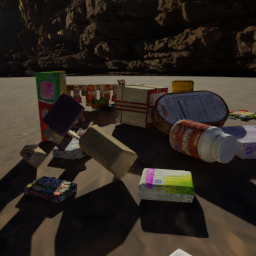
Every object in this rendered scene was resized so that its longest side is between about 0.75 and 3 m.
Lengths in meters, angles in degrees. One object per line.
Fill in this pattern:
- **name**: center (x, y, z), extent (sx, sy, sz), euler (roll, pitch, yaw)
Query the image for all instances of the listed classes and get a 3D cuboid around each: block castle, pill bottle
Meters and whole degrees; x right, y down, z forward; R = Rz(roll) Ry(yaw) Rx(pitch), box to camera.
- **block castle**: center (-1.950, -1.746, 15.423), extent (2.824, 1.325, 1.887), euler (-6, 11, -30)
- **pill bottle**: center (1.932, 0.355, 7.303), extent (0.919, 0.919, 1.639), euler (-8, 15, -32)

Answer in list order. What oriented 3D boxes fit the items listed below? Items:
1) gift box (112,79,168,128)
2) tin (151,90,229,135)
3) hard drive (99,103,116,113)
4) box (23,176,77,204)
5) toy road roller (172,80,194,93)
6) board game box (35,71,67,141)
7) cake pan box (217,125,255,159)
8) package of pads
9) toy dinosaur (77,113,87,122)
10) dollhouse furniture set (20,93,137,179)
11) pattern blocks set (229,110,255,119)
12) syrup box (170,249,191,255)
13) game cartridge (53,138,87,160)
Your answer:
- **gift box**: center (0.391, -1.029, 11.370), extent (1.773, 1.752, 1.898), euler (13, 12, 38)
- **tin**: center (2.239, -0.593, 9.971), extent (2.839, 0.594, 1.589), euler (-7, 55, -14)
- **hard drive**: center (-0.443, -1.093, 14.750), extent (1.225, 0.289, 1.756), euler (12, 18, 41)
- **box**: center (-1.504, 1.183, 5.452), extent (0.851, 0.160, 0.581), euler (6, 15, 25)
- **toy road roller**: center (2.562, -1.411, 13.050), extent (1.420, 1.687, 2.310), euler (3, 14, 11)
- **board game box**: center (-2.525, -0.822, 9.556), extent (0.435, 2.158, 1.651), euler (0, 14, 6)
- **cake pan box**: center (3.635, 0.353, 8.205), extent (1.964, 0.514, 1.809), euler (-3, 12, -13)
- **package of pads**: center (0.746, 1.095, 5.433), extent (1.018, 0.347, 0.786), euler (3, 15, 9)
- **toy dinosaur**: center (-2.275, -0.395, 11.219), extent (1.014, 0.642, 1.497), euler (9, 20, 10)
- **dollhouse furniture set**: center (-0.986, 0.727, 6.961), extent (2.372, 1.879, 1.683), euler (34, -4, 23)
- **pattern blocks set**: center (5.436, -0.629, 13.118), extent (1.730, 0.140, 1.521), euler (-8, 15, -30)
- **syrup box**: center (0.378, 1.682, 2.839), extent (0.984, 0.401, 0.387), euler (-14, 20, -42)
- **game cartridge**: center (-1.478, 0.551, 7.954), extent (0.910, 0.284, 1.366), euler (9, 15, 18)
